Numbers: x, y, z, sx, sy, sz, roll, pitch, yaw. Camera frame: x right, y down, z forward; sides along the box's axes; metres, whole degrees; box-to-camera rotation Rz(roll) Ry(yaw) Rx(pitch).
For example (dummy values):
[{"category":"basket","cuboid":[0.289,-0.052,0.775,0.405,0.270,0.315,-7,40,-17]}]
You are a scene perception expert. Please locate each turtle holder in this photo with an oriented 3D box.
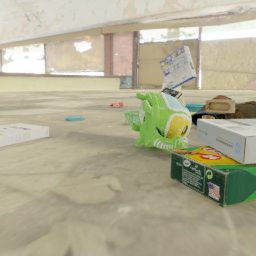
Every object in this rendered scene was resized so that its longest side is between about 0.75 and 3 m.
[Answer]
[{"category":"turtle holder","cuboid":[0.880,-0.173,6.816,1.284,1.374,1.809,4,5,-11]}]

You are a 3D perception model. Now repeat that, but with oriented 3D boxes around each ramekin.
[{"category":"ramekin","cuboid":[0.325,-0.395,10.752,0.952,0.465,0.952,0,10,0]}]

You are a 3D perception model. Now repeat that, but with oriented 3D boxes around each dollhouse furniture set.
[{"category":"dollhouse furniture set","cuboid":[2.499,-0.219,7.904,0.901,1.105,1.051,-9,12,-43]}]

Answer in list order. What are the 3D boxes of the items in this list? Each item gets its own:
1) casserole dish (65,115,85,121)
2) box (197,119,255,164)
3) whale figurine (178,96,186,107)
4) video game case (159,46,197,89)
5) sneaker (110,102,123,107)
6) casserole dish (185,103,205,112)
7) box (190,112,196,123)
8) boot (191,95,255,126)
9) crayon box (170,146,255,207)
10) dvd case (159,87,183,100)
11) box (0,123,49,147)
[{"category":"casserole dish","cuboid":[-2.239,-0.413,11.767,0.873,0.169,0.529,-7,12,-38]},{"category":"box","cuboid":[2.462,0.142,4.681,2.119,0.436,1.652,-2,10,-9]},{"category":"whale figurine","cuboid":[1.742,-1.051,12.458,1.629,1.296,0.845,15,-15,20]},{"category":"video game case","cuboid":[2.147,-2.567,12.183,0.349,1.392,1.536,-6,-12,-40]},{"category":"sneaker","cuboid":[-0.708,-1.379,17.117,0.965,0.356,0.418,3,22,42]},{"category":"casserole dish","cuboid":[2.762,-0.895,13.412,2.749,0.533,1.665,8,11,33]},{"category":"box","cuboid":[2.831,-0.416,11.147,1.641,0.397,0.963,0,9,16]},{"category":"boot","cuboid":[3.403,-0.209,9.178,1.449,1.117,2.991,-27,25,-16]},{"category":"crayon box","cuboid":[1.912,0.638,4.636,2.055,0.522,1.305,-4,11,-25]},{"category":"dvd case","cuboid":[1.499,-1.201,10.271,0.809,0.100,0.608,28,64,37]},{"category":"box","cuboid":[-3.391,0.179,7.883,1.351,0.340,1.872,6,10,32]}]
